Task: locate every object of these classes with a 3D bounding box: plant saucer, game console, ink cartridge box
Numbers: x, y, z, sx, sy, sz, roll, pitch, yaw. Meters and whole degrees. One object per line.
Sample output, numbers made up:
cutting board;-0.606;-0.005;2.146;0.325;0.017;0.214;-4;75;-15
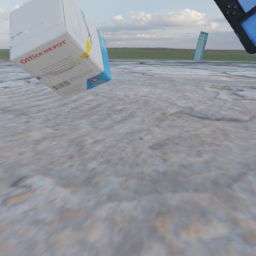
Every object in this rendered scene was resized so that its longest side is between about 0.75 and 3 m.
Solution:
plant saucer;2.346;-2.630;9.063;0.325;0.930;0.088;6;13;-26
game console;3.162;-3.047;6.287;2.057;1.755;1.217;-33;15;27
ink cartridge box;-1.575;-1.948;6.787;1.475;1.468;2.011;-19;-26;17
